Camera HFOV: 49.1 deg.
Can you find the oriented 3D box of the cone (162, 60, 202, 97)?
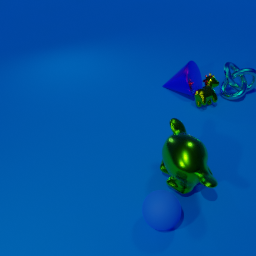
[{"bbox_3d":[1.772,-1.598,9.928,1.292,1.287,1.287,-7,30,36],"label":"cone"}]

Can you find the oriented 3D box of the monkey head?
[{"bbox_3d":[1.463,0.733,6.395,1.432,1.199,1.990,1,44,-24],"label":"monkey head"}]

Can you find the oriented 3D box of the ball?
[{"bbox_3d":[0.676,1.648,5.645,0.788,0.788,0.788,0,38,0],"label":"ball"}]

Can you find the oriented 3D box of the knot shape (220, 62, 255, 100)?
[{"bbox_3d":[3.701,-1.715,9.613,1.360,1.273,0.628,-30,-1,-4],"label":"knot shape"}]

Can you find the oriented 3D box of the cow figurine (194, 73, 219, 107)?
[{"bbox_3d":[2.569,-1.264,9.213,1.035,1.019,0.568,-14,-5,-26],"label":"cow figurine"}]
